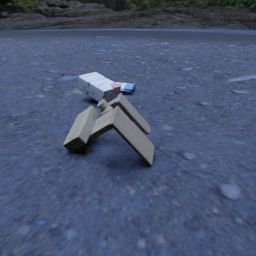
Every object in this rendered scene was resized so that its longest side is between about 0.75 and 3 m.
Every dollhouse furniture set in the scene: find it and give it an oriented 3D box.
[{"bbox_3d":[-0.435,0.236,7.304,1.793,1.461,1.705,-29,27,29],"label":"dollhouse furniture set"}]

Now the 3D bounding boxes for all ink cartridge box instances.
[{"bbox_3d":[-1.136,-1.596,10.973,1.393,0.577,1.021,32,36,26],"label":"ink cartridge box"}]

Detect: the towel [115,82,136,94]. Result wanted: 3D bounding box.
[{"bbox_3d":[-0.707,-1.819,12.479,1.977,0.235,1.452,5,21,5],"label":"towel"}]
